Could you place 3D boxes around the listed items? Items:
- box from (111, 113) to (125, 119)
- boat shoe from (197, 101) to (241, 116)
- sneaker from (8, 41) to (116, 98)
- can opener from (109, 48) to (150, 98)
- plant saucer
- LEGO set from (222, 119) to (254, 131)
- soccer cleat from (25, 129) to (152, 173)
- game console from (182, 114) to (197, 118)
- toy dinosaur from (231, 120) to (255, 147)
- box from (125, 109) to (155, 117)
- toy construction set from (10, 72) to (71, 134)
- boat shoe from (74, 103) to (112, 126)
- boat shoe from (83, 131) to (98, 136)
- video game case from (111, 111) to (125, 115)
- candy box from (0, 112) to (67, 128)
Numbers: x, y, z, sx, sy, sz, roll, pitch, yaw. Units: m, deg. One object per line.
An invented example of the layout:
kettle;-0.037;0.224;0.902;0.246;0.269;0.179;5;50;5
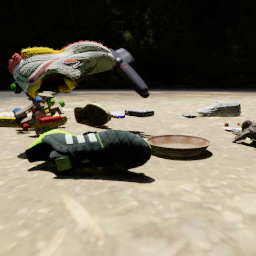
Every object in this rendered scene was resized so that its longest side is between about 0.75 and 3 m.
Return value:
box;-0.483;-0.573;13.368;0.487;0.170;0.818;-5;9;-30
boat shoe;4.545;-0.986;13.963;2.246;0.769;0.809;0;10;2
sneaker;-1.535;-1.455;7.435;2.881;1.184;1.122;-21;-19;-32
can opener;-0.027;-1.903;9.364;2.391;0.940;0.758;56;5;33
plant saucer;1.238;0.440;6.959;1.578;0.289;1.578;1;10;0
LEGO set;4.078;-0.095;9.753;1.328;0.436;1.778;2;6;-6
soccer cleat;-0.808;0.512;5.372;2.541;0.858;1.030;2;25;26
game console;2.910;-0.573;13.554;0.493;0.101;0.835;-4;10;-25
toy dinosaur;3.797;0.118;7.315;2.151;0.828;1.100;2;16;27
box;0.571;-0.764;14.096;0.978;0.298;1.213;-11;14;-42
toy construction set;-2.754;-0.777;9.772;1.828;1.984;2.379;-14;39;-42
boat shoe;-1.318;-0.564;11.237;0.782;0.907;2.486;-13;8;-35
boat shoe;-1.080;0.227;8.105;0.270;0.327;0.874;-4;9;-28
video game case;-0.698;-0.751;14.613;1.154;0.101;0.825;-6;11;-35
candy box;-4.116;-0.333;11.220;2.974;0.393;1.520;3;8;14
